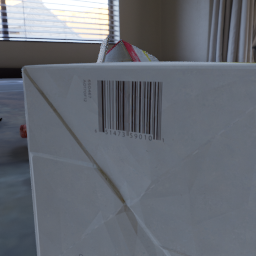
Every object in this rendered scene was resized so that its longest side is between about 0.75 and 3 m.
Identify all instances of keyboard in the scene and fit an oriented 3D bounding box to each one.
[{"bbox_3d":[-1.070,-2.245,10.334,0.127,2.387,0.672,18,-13,-28],"label":"keyboard"}]

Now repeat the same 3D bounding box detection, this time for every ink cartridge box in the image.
[{"bbox_3d":[0.045,-2.191,11.831,2.155,1.238,2.969,-38,-21,27],"label":"ink cartridge box"}]

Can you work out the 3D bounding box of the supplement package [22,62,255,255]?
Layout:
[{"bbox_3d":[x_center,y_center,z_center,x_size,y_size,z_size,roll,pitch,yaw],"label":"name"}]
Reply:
[{"bbox_3d":[0.669,0.307,3.300,2.137,2.121,2.816,7,14,28],"label":"supplement package"}]

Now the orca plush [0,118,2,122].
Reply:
[{"bbox_3d":[-5.070,-0.308,9.916,1.155,0.411,0.608,-10,17,-39],"label":"orca plush"}]

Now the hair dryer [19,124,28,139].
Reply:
[{"bbox_3d":[-1.725,0.049,8.307,2.875,0.781,2.189,-3,-4,-40],"label":"hair dryer"}]
